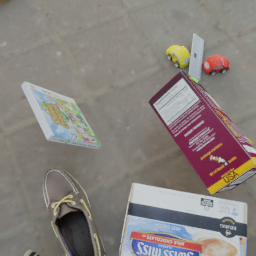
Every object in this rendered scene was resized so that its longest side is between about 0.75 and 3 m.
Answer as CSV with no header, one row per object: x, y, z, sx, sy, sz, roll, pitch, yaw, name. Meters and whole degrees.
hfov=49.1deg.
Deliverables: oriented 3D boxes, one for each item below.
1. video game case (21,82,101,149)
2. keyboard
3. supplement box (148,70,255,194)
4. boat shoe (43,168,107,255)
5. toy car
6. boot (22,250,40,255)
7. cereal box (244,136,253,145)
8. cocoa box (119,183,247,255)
-1.548,-0.275,6.625,0.192,1.581,1.737,-46,58,18,video game case
2.015,-2.101,8.247,0.437,0.083,1.553,23,63,-23,keyboard
1.704,0.091,6.143,1.057,1.361,2.467,-42,62,21,supplement box
-1.242,1.931,6.123,0.927,0.768,2.581,-24,68,-11,boat shoe
1.856,-1.546,7.909,1.917,0.428,1.804,17,66,8,toy car
-1.536,3.640,5.343,1.691,0.808,2.238,10,71,2,boot
2.265,0.352,7.104,1.433,0.283,1.031,38,74,16,cereal box
1.017,2.153,5.619,2.237,1.492,1.468,10,66,4,cocoa box
